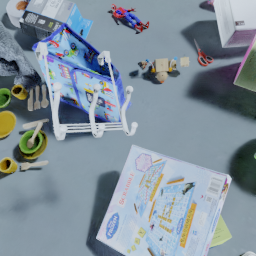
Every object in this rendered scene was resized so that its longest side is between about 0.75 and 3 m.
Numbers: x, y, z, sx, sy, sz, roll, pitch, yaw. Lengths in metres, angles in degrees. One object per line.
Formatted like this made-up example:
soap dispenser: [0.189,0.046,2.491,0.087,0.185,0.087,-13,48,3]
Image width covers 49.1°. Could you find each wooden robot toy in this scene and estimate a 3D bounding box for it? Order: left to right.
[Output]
wooden robot toy: [1.271,-2.030,9.992,1.853,0.816,0.841,-5,93,-4]

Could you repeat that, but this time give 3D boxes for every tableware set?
tableware set: [-3.414,-0.080,8.506,1.992,0.454,2.957,-12,65,7]

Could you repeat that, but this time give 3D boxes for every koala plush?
koala plush: [-4.786,-2.041,9.047,2.728,2.507,2.419,-35,63,-6]

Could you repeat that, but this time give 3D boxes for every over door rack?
over door rack: [-0.815,-0.858,5.574,1.638,0.738,2.217,-2,60,-33]

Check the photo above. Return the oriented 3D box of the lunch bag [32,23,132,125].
lunch bag: [-1.104,-1.366,8.492,2.974,2.239,1.399,33,64,19]

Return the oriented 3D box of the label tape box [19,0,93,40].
label tape box: [-2.691,-4.123,10.800,2.349,0.776,1.683,17,67,-1]

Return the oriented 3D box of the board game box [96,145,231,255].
board game box: [0.762,1.900,6.495,2.486,0.513,2.491,17,80,33]

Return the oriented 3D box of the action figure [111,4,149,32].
action figure: [0.003,-4.678,11.660,1.947,0.503,0.637,38,68,24]

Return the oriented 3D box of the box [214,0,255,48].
box: [4.564,-4.308,10.538,2.044,1.343,2.055,-6,79,-4]

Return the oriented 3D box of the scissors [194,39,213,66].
scissors: [2.729,-2.925,10.742,0.534,0.102,1.460,-22,62,-11]

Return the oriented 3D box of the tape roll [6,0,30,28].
tape roll: [-4.191,-4.917,11.744,1.631,0.539,1.631,0,58,-1]

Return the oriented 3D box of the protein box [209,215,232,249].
protein box: [1.614,2.391,6.947,1.236,0.840,1.245,-17,60,-10]

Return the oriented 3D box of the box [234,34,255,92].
box: [5.262,-2.167,8.846,2.823,2.483,1.365,24,61,14]

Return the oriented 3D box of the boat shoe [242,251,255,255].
boat shoe: [2.613,3.578,6.349,0.605,0.592,1.709,32,63,19]

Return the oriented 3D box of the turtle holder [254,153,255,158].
turtle holder: [5.005,0.434,7.604,2.573,1.827,1.955,-11,58,-7]

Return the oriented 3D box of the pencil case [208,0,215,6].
pencil case: [4.303,-5.398,11.935,1.693,0.740,0.740,30,62,18]
